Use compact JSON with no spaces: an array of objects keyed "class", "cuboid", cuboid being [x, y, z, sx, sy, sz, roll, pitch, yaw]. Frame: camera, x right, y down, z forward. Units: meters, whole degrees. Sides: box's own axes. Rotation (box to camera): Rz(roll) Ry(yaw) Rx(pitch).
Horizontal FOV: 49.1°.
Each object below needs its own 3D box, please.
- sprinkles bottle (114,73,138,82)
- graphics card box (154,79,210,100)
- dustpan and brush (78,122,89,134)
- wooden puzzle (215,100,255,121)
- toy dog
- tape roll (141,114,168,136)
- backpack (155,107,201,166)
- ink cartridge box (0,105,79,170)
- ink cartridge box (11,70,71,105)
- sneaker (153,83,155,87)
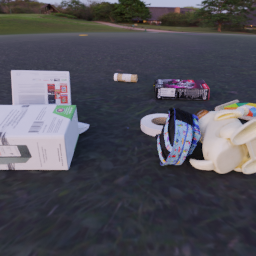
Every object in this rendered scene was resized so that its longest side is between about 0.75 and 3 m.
[{"class":"sprinkles bottle","cuboid":[-0.130,-3.029,16.906,1.383,0.472,0.472,6,25,13]},{"class":"graphics card box","cuboid":[2.681,-1.973,14.298,2.654,0.675,1.665,1,24,5]},{"class":"dustpan and brush","cuboid":[-2.224,0.159,9.946,1.058,0.434,1.516,11,19,33]},{"class":"wooden puzzle","cuboid":[5.087,-0.775,11.955,1.884,0.379,2.037,-18,30,-36]},{"class":"toy dog","cuboid":[2.801,0.322,8.414,2.282,1.643,2.354,-35,25,9]},{"class":"tape roll","cuboid":[1.301,-0.119,10.574,1.668,0.305,1.668,0,23,0]},{"class":"backpack","cuboid":[1.454,0.381,8.192,1.052,1.427,1.563,16,37,-6]},{"class":"ink cartridge box","cuboid":[-3.087,0.212,8.529,2.843,1.195,2.075,0,30,0]},{"class":"ink cartridge box","cuboid":[-3.393,-1.231,11.002,2.143,1.881,0.899,-3,-2,-22]},{"class":"sneaker","cuboid":[1.732,-2.377,15.623,0.363,0.332,0.852,-9,25,-21]}]
